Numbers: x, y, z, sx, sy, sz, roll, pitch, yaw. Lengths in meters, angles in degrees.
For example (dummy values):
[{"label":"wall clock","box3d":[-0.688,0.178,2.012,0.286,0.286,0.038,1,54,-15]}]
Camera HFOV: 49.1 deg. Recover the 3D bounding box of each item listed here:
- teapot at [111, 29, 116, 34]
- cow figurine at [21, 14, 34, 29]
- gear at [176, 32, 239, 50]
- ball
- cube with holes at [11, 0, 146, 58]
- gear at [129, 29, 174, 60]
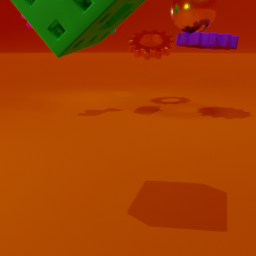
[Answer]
[{"label":"teapot","box3d":[-0.534,-3.326,7.704,0.875,1.786,1.111,-13,-22,23]},{"label":"cow figurine","box3d":[-2.113,-3.191,7.413,1.184,0.660,1.203,-5,57,10]},{"label":"gear","box3d":[2.205,-2.423,7.849,1.649,0.305,1.649,4,13,-1]},{"label":"ball","box3d":[1.779,-3.205,7.589,1.233,1.233,1.233,0,16,0]},{"label":"cube with holes","box3d":[-0.379,-1.319,2.350,0.924,0.924,0.924,-34,10,27]},{"label":"gear","box3d":[0.817,-2.971,9.916,1.581,0.292,1.581,-2,46,2]}]
